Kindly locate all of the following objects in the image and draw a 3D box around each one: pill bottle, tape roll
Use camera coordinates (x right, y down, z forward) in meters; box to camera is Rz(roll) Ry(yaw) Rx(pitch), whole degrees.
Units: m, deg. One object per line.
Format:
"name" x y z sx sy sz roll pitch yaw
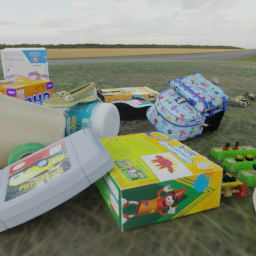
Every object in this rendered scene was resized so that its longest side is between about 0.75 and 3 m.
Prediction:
"pill bottle" -1.538 -0.184 8.443 2.357 1.306 1.306 7 18 21
"tape roll" -2.089 0.762 6.024 0.900 0.900 0.216 -8 26 -24

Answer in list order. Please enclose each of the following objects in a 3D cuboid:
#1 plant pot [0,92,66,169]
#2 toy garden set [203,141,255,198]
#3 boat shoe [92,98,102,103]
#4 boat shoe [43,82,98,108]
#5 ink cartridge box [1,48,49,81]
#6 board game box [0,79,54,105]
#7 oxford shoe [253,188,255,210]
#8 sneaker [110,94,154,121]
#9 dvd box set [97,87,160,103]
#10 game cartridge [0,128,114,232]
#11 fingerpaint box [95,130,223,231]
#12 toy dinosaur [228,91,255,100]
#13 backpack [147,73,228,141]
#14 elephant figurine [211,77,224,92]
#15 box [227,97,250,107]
"plant pot" -2.515 0.141 6.677 1.901 2.077 2.077 6 15 -16
"toy garden set" 2.525 0.848 6.429 2.127 0.509 2.551 -3 17 -8
"boat shoe" -1.421 -0.682 10.912 1.139 0.917 2.456 41 15 15
"boat shoe" -1.548 -0.887 7.604 1.666 0.524 0.608 -17 19 -39
"ink cartridge box" -4.850 -2.447 13.523 1.924 2.663 1.127 -4 22 -11
"board game box" -3.579 -0.594 8.993 1.741 1.740 1.739 6 18 19
"oxford shoe" 2.328 1.523 4.166 0.856 0.657 2.276 8 33 10
"sneaker" 0.079 -0.883 11.371 2.068 0.865 1.249 3 21 -17
"dvd box set" -0.054 -1.797 15.109 2.946 0.433 2.156 -5 19 -16
"game cartridge" -1.518 0.878 5.032 2.449 0.501 1.630 -28 28 -9
"fingerpaint box" 0.379 0.881 5.729 1.948 0.856 2.334 -8 19 -20
"toy dinosaur" 6.274 -1.687 14.707 2.174 0.516 0.958 -4 3 -13
"backpack" 1.800 -0.643 9.067 2.185 1.470 1.995 -18 51 -28
"elephant figurine" 3.296 -1.406 12.734 1.916 1.486 1.355 -23 -23 10
"box" 5.316 -1.287 13.782 1.082 0.267 0.864 13 20 37
